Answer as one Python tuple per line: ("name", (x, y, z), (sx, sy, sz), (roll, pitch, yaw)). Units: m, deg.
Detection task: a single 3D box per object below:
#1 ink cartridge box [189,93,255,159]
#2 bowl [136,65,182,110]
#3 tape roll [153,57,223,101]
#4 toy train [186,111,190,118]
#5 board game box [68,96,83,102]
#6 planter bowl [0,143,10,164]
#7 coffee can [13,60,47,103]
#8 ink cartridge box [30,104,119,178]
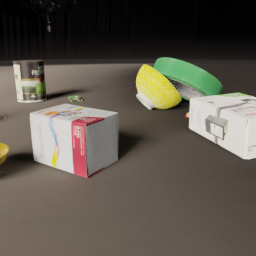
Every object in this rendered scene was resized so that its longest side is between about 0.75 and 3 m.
("ink cartridge box", (3.071, -0.187, 7.625), (1.783, 1.030, 2.451), (-8, 20, -18))
("bowl", (0.999, -1.405, 11.179), (1.115, 2.072, 2.072), (-47, 26, -2))
("tape roll", (2.286, -1.804, 11.164), (2.846, 0.684, 2.846), (25, -2, 1))
("toy train", (2.196, -0.617, 9.529), (0.293, 0.791, 1.053), (-4, 6, 30))
("board game box", (-2.502, -1.382, 13.248), (0.530, 0.119, 1.012), (-8, 19, -18))
("planter bowl", (-3.010, 0.755, 5.472), (1.362, 0.567, 1.362), (0, 16, 0))
("coffee can", (-4.495, -2.181, 12.910), (1.331, 1.818, 1.331), (0, 17, 0))
("ink cartridge box", (-1.184, 0.200, 6.250), (1.619, 1.171, 1.176), (10, 20, 30))
